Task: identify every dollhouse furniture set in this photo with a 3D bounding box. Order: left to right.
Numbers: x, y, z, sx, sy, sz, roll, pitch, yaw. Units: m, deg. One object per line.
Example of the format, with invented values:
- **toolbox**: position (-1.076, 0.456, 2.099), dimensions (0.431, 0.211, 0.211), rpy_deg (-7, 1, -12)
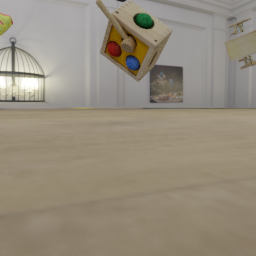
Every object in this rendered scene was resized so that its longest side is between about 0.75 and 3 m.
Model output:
- **dollhouse furniture set**: position (3.058, -2.136, 6.965), dimensions (0.832, 1.175, 1.279), rpy_deg (-13, 13, 40)

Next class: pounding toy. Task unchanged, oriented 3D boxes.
- **pounding toy**: position (0.032, -2.815, 8.683), dimensions (1.525, 1.975, 2.146), rpy_deg (-49, -7, -33)

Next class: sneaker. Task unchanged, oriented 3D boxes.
- **sneaker**: position (-3.145, -2.751, 5.710), dimensions (0.931, 2.062, 0.806), rpy_deg (-35, 13, -16)

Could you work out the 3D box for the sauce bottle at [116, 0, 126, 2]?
- **sauce bottle**: position (-1.161, -2.950, 5.108), dimensions (2.678, 0.884, 0.884), rpy_deg (7, 1, -32)
